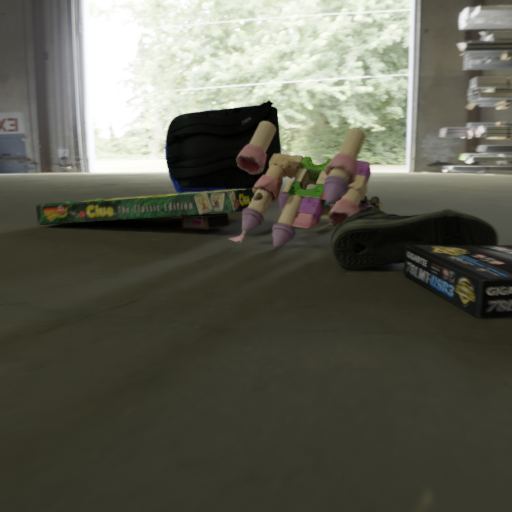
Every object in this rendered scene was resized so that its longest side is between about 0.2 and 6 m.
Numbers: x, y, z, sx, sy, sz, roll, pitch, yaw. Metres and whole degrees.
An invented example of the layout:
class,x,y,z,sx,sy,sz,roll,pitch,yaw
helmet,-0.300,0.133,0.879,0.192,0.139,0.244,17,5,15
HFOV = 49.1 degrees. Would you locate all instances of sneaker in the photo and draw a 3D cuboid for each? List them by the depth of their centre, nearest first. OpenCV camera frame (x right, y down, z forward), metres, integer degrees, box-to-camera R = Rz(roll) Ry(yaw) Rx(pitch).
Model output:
class,x,y,z,sx,sy,sz,roll,pitch,yaw
sneaker,2.757,-0.391,10.141,2.842,1.086,1.628,-4,17,6

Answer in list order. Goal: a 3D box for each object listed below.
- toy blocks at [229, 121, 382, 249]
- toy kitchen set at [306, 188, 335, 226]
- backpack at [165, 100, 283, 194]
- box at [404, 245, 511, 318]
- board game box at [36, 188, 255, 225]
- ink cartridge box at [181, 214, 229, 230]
class,x,y,z,sx,sy,sz,roll,pitch,yaw
toy blocks,1.071,-1.033,12.213,2.710,2.441,2.899,11,-28,26
toy kitchen set,1.769,-1.402,15.795,1.562,0.920,1.251,4,12,20
backpack,-1.204,-3.346,20.283,4.015,3.263,3.369,-4,-14,-4
box,3.700,0.278,8.133,2.337,0.585,2.355,-2,12,-8
board game box,-2.762,-1.370,15.188,5.485,0.644,2.874,-2,10,17
ink cartridge box,-1.328,-0.909,14.576,0.981,0.368,0.808,5,10,40
